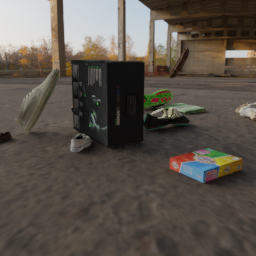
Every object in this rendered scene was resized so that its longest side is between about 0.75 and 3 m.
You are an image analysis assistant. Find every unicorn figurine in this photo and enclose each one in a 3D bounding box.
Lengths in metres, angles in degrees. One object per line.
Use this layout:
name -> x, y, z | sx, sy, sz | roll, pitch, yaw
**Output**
unicorn figurine -> 5.713, -0.724, 12.488 | 1.490, 0.801, 2.170 | -16, 4, -20

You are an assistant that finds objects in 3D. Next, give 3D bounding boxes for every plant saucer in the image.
plant saucer -> 1.733, -2.143, 9.341 | 0.201, 1.168, 1.168 | 30, 14, -2

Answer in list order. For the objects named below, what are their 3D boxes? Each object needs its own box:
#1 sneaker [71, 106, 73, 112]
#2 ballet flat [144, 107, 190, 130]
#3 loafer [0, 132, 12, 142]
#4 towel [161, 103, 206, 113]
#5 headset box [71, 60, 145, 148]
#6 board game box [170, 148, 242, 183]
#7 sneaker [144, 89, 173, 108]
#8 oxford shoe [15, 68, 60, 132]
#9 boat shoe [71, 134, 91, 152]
sneaker -> -2.174, -1.044, 14.141 | 1.379, 0.485, 0.644 | -6, 20, -12
ballet flat -> 1.567, -0.400, 10.846 | 2.175, 0.744, 0.740 | -8, 15, -32
loafer -> -4.101, 0.273, 9.015 | 0.274, 0.266, 0.750 | 6, 14, 24
towel -> 2.882, -1.026, 14.699 | 1.519, 0.233, 1.992 | -8, 17, -31
headset box -> -0.706, -0.945, 9.195 | 1.352, 2.538, 2.915 | -8, 15, -31
board game box -> 1.830, 0.840, 6.580 | 1.358, 0.274, 1.039 | -9, 16, -34
sneaker -> 1.080, -1.430, 15.326 | 2.699, 1.036, 1.130 | -4, -17, -2
oxford shoe -> -3.190, -1.038, 9.806 | 0.728, 2.520, 0.947 | 33, 12, -7
boat shoe -> -1.370, 0.360, 8.341 | 0.444, 0.403, 1.208 | 1, 13, 5
